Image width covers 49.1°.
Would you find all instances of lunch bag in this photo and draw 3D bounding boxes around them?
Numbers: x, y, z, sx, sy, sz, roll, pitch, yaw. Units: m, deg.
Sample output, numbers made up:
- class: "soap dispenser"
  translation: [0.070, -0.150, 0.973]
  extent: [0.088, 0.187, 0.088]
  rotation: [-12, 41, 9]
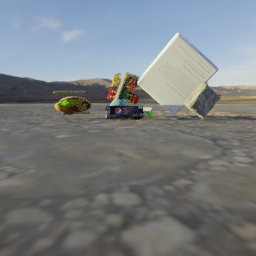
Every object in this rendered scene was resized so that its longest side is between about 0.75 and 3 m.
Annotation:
- class: "lunch bag"
  translation: [2.223, -0.783, 8.303]
  extent: [0.757, 0.903, 0.629]
  rotation: [34, 11, -14]

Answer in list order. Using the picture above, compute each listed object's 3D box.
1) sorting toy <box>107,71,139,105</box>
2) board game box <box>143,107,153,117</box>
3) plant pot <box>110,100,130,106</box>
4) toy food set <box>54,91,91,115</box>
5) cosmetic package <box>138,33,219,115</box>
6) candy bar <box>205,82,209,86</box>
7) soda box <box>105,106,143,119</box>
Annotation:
- class: "sorting toy"
  translation: [0.054, -1.716, 12.356]
  extent: [0.467, 1.330, 2.759]
  rotation: [26, 12, 23]
- class: "board game box"
  translation: [0.364, -0.709, 12.236]
  extent: [1.365, 0.275, 1.045]
  rotation: [2, 13, 9]
- class: "plant pot"
  translation: [-0.324, -0.772, 11.287]
  extent: [1.067, 0.719, 1.067]
  rotation: [2, 4, 0]
- class: "toy food set"
  translation: [-2.092, -0.793, 10.770]
  extent: [1.359, 0.395, 1.969]
  rotation: [-2, -21, -3]
- class: "cosmetic package"
  translation: [1.905, -2.183, 10.993]
  extent: [1.946, 2.340, 1.958]
  rotation: [39, 22, -6]
- class: "candy bar"
  translation: [3.527, -1.714, 12.365]
  extent: [0.259, 0.115, 1.039]
  rotation: [-30, 32, 20]
- class: "soda box"
  translation: [-0.145, -0.587, 10.538]
  extent: [1.396, 0.442, 0.494]
  rotation: [0, -8, -9]
